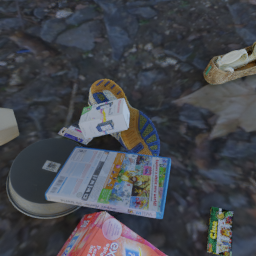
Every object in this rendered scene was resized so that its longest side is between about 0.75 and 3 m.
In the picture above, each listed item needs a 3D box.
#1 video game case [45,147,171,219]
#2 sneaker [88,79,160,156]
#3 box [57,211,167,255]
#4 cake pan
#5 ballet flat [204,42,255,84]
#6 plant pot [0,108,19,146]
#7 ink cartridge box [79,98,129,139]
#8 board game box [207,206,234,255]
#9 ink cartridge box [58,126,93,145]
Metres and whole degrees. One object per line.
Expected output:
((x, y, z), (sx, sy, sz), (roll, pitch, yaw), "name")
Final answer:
((-0.345, 1.132, 6.367), (2.479, 0.221, 1.774), (6, 32, 11), "video game case")
((-0.138, -0.106, 8.168), (1.050, 1.229, 2.789), (-32, 86, -26), "sneaker")
((-0.517, 2.601, 5.519), (1.382, 2.693, 1.275), (36, 66, -3), "box")
((-2.003, 1.176, 7.431), (2.410, 0.442, 2.410), (2, 47, -2), "cake pan")
((3.943, -2.250, 9.141), (2.969, 0.969, 1.047), (-23, 64, -3), "ballet flat")
((-3.710, -0.071, 8.253), (0.798, 0.901, 0.900), (-14, 61, -24), "plant pot")
((-0.580, -0.253, 7.094), (1.153, 0.504, 0.837), (-11, 33, 10), "ink cartridge box")
((2.351, 2.623, 7.120), (0.592, 0.132, 1.129), (10, 61, 8), "board game box")
((-1.471, 0.179, 7.887), (0.907, 0.430, 0.168), (22, 51, -26), "ink cartridge box")
